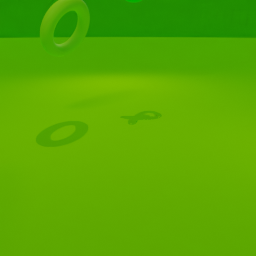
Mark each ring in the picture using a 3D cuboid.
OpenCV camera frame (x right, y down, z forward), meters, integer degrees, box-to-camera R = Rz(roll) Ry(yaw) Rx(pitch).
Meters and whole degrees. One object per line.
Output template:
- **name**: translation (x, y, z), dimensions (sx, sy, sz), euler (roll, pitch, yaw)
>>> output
- **ring**: translation (-1.726, -2.788, 7.816), dimensions (0.346, 1.728, 1.728), euler (37, 33, 16)

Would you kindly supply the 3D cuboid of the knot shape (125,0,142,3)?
- **knot shape**: translation (0.400, -4.901, 9.382), dimensions (1.356, 1.449, 0.670), euler (-7, 13, -34)
